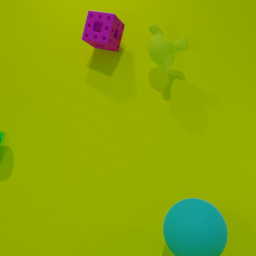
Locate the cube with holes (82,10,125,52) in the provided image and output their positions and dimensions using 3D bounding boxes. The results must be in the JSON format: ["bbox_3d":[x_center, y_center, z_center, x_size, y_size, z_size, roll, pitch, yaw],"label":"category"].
[{"bbox_3d":[-0.805,-3.195,9.319,0.953,0.953,0.953,15,94,19],"label":"cube with holes"}]

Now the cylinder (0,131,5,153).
[{"bbox_3d":[-4.003,0.461,7.683,0.962,0.962,0.962,15,64,-19],"label":"cylinder"}]

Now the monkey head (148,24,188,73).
[{"bbox_3d":[1.223,-2.497,8.740,1.142,0.956,1.587,-20,82,27],"label":"monkey head"}]

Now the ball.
[{"bbox_3d":[1.472,2.267,6.195,1.386,1.386,1.386,0,65,0],"label":"ball"}]
